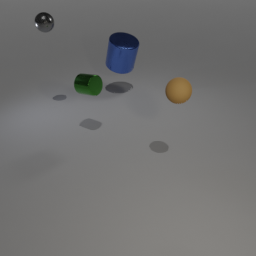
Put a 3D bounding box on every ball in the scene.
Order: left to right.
[{"bbox_3d":[-3.049,-3.857,10.232,0.700,0.700,0.700,0,29,0],"label":"ball"},{"bbox_3d":[1.335,-0.983,7.387,0.700,0.700,0.700,0,29,0],"label":"ball"}]

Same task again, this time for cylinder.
[{"bbox_3d":[-1.329,-1.459,9.411,0.700,0.700,0.700,13,31,34],"label":"cylinder"},{"bbox_3d":[-0.283,-3.508,13.128,1.400,1.400,1.400,7,47,-8],"label":"cylinder"}]
